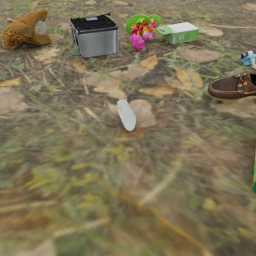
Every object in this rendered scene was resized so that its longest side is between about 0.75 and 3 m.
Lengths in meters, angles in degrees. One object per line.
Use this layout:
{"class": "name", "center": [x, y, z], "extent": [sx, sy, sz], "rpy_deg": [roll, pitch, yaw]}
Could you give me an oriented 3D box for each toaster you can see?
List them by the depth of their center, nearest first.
{"class": "toaster", "center": [-1.308, -3.777, 11.290], "extent": [1.926, 1.143, 1.742], "rpy_deg": [-13, 41, -16]}

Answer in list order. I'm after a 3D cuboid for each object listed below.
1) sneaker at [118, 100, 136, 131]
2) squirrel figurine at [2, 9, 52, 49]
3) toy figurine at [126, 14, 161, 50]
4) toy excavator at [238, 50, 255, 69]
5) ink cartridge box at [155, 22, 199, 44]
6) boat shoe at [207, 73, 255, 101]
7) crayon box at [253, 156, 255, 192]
{"class": "sneaker", "center": [-0.045, -0.297, 7.620], "extent": [0.370, 0.390, 0.969], "rpy_deg": [-7, 59, -16]}
{"class": "squirrel figurine", "center": [-4.433, -4.089, 11.601], "extent": [1.807, 1.370, 1.936], "rpy_deg": [15, 38, 28]}
{"class": "toy figurine", "center": [0.641, -3.822, 11.453], "extent": [1.541, 1.157, 1.418], "rpy_deg": [-14, 48, 19]}
{"class": "toy excavator", "center": [4.512, -2.431, 10.229], "extent": [0.415, 0.830, 0.807], "rpy_deg": [-13, -4, -14]}
{"class": "ink cartridge box", "center": [2.067, -4.101, 12.184], "extent": [1.768, 0.524, 0.918], "rpy_deg": [-15, 41, -18]}
{"class": "boat shoe", "center": [3.409, -1.272, 8.001], "extent": [2.186, 0.769, 0.770], "rpy_deg": [-3, 65, 9]}
{"class": "crayon box", "center": [3.481, 0.683, 6.176], "extent": [1.169, 0.573, 1.968], "rpy_deg": [14, 41, 17]}
